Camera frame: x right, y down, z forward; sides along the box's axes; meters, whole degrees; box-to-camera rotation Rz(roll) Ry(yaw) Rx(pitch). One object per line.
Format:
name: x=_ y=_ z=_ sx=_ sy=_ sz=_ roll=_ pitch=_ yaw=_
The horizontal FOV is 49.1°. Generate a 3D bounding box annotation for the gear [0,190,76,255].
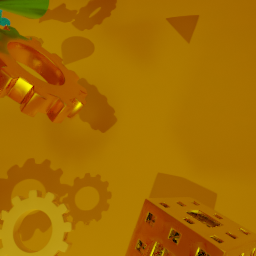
gear: x=-1.335 y=1.475 z=4.042 sx=1.110 sy=0.205 sz=1.110 roll=-2 pitch=72 yaw=6

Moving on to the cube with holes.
cube with holes: x=0.750 y=1.599 z=3.446 sx=1.079 sy=1.079 sz=1.079 roll=24 pitch=98 yaw=44

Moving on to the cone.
cone: x=-2.312 y=-2.505 z=5.345 sx=1.138 sy=1.138 sz=1.142 roll=21 pitch=42 yaw=12

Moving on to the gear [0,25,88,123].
gear: x=-1.599 y=-0.940 z=4.675 sx=0.372 sy=2.009 sz=2.009 roll=-47 pitch=64 yaw=20

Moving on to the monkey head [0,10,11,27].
monkey head: x=-3.544 y=-2.772 z=6.879 sx=1.259 sy=0.759 sz=0.906 roll=12 pitch=74 yaw=-28
